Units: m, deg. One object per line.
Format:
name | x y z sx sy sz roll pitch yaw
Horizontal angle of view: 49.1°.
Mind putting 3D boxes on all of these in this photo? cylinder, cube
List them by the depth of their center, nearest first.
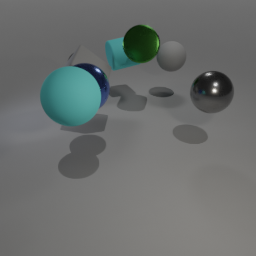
cube | -1.617 -1.780 9.985 1.400 1.400 1.400 33 37 -22
cylinder | 0.573 -3.322 11.121 1.400 1.400 1.400 4 17 7
cylinder | -0.218 -3.577 13.349 1.400 1.400 1.400 -17 32 -14

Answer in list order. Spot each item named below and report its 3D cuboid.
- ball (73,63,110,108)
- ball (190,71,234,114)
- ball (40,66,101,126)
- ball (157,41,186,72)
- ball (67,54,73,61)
ball | -1.215 -1.131 7.958 1.400 1.400 1.400 0 29 0
ball | 2.765 -1.180 9.260 1.400 1.400 1.400 0 29 0
ball | -1.341 -0.737 6.603 1.400 1.400 1.400 0 29 0
ball | 2.058 -3.388 13.298 1.400 1.400 1.400 0 29 0
ball | -1.920 -2.607 11.983 1.400 1.400 1.400 0 29 0
